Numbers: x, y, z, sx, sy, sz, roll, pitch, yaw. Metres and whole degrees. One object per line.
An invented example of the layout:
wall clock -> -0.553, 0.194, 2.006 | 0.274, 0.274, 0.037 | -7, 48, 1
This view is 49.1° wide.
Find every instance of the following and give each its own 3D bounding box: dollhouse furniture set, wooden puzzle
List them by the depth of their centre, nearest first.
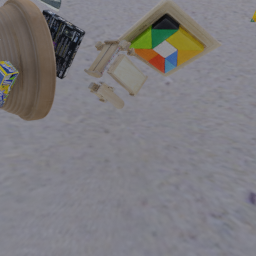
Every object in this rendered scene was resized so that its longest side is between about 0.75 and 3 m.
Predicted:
dollhouse furniture set -> -0.408, -1.150, 6.118 | 1.340, 0.767, 1.571 | -56, 35, -7
wooden puzzle -> 0.989, -2.101, 7.154 | 2.104, 1.946, 0.392 | 22, 61, -32

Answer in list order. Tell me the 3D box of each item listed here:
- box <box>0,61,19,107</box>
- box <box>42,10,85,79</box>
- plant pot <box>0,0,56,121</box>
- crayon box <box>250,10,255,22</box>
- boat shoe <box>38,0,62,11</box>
box -> -2.215, -0.719, 4.790 | 0.313, 0.893, 0.287 | 47, 34, 5
box -> -1.527, -1.723, 5.858 | 0.896, 1.118, 0.243 | 29, 26, -4
plant pot -> -2.569, -1.338, 5.791 | 1.170, 2.535, 2.535 | -13, 46, -37
crayon box -> 3.951, -3.283, 7.816 | 1.000, 0.258, 0.629 | 28, 95, 48
boat shoe -> -2.839, -4.399, 9.273 | 1.394, 0.431, 0.507 | 19, 23, -42
